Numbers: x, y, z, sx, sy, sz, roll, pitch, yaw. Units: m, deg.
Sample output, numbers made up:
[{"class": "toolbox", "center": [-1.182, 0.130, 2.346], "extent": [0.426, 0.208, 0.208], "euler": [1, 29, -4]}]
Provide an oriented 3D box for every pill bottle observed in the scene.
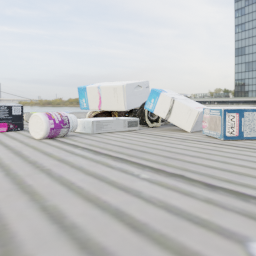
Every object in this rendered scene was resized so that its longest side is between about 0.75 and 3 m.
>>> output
[{"class": "pill bottle", "center": [-2.019, -0.094, 7.779], "extent": [0.717, 0.717, 1.277], "euler": [3, 6, 34]}]

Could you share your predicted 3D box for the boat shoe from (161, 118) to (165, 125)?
[{"class": "boat shoe", "center": [0.972, -0.516, 13.712], "extent": [0.735, 0.626, 2.198], "euler": [-3, 6, -37]}]

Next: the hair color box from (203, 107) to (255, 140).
[{"class": "hair color box", "center": [3.659, -0.168, 7.775], "extent": [2.812, 0.851, 1.406], "euler": [0, 4, -5]}]

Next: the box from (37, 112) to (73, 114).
[{"class": "box", "center": [-4.596, -0.715, 16.902], "extent": [1.332, 0.521, 2.185], "euler": [4, 6, 44]}]

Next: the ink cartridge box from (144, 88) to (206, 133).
[{"class": "ink cartridge box", "center": [1.821, -0.670, 9.978], "extent": [1.977, 0.849, 1.448], "euler": [33, 22, 30]}]

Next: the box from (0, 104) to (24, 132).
[{"class": "box", "center": [-4.396, -0.347, 9.514], "extent": [0.819, 0.944, 1.428], "euler": [3, 5, 34]}]

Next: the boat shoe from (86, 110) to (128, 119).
[{"class": "boat shoe", "center": [-0.901, -0.589, 13.916], "extent": [2.236, 0.803, 0.666], "euler": [-6, 12, -24]}]

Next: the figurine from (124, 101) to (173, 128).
[{"class": "figurine", "center": [1.403, -0.600, 12.653], "extent": [2.669, 1.149, 2.604], "euler": [-1, 0, -21]}]

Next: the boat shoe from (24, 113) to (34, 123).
[{"class": "boat shoe", "center": [-4.486, -0.407, 13.440], "extent": [0.466, 0.547, 1.637], "euler": [-12, -6, 24]}]

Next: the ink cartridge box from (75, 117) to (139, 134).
[{"class": "ink cartridge box", "center": [-0.992, -0.137, 10.007], "extent": [2.169, 0.472, 1.883], "euler": [-5, 8, -45]}]

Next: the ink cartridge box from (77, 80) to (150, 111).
[{"class": "ink cartridge box", "center": [-0.666, -1.605, 13.729], "extent": [2.946, 1.247, 2.129], "euler": [3, 15, 38]}]
